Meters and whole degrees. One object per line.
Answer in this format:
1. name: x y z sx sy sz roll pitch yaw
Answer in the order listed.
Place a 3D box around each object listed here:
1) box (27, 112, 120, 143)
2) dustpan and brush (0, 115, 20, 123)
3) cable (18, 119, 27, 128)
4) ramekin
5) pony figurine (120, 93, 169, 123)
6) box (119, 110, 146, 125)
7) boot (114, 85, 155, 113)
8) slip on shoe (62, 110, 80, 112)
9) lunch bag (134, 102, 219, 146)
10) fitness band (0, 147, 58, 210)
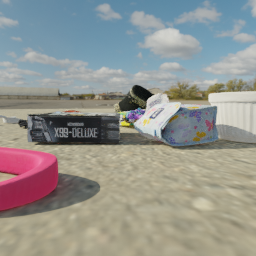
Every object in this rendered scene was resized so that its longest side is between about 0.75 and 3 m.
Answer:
1. box: -1.350 -0.083 8.171 2.271 0.717 2.880 1 5 -1
2. dustpan and brush: -6.057 -0.460 14.140 1.073 0.440 1.538 2 5 19
3. cable: -3.721 -0.256 11.601 1.570 0.489 1.925 -2 6 -20
4. ramekin: 3.666 -0.331 7.798 2.780 1.295 2.780 0 6 0
5. pony figurine: 0.748 -0.236 8.547 1.526 1.316 1.580 -9 -13 31
6. box: 0.255 -0.481 12.286 1.481 0.611 2.524 -9 2 -20
7. boot: 0.824 -0.963 15.072 2.830 1.022 2.138 32 -38 -20
8. slip on shoe: -2.450 -0.472 13.283 1.894 0.701 0.579 5 9 -1
9. lunch bag: 1.156 -0.117 6.974 1.670 1.062 1.417 -9 8 -20
10. fitness band: -1.960 0.528 3.392 2.336 0.437 1.677 4 4 28
